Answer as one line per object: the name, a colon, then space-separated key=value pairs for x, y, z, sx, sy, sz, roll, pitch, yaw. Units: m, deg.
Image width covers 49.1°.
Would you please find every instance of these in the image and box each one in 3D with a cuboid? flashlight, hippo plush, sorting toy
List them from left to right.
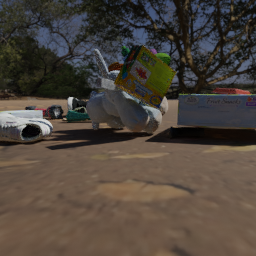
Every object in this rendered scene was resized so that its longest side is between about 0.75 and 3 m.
flashlight: x=-4.201 y=-0.830 z=13.840 sx=2.139 sy=0.724 sz=0.727 roll=5 pitch=11 yaw=29
hippo plush: x=-0.351 y=-0.578 z=8.997 sx=2.825 sy=2.250 sz=2.272 roll=12 pitch=-32 yaw=-36
sorting toy: x=0.177 y=-2.200 z=9.708 sx=2.429 sy=0.997 sz=1.460 roll=-28 pitch=-12 yaw=7

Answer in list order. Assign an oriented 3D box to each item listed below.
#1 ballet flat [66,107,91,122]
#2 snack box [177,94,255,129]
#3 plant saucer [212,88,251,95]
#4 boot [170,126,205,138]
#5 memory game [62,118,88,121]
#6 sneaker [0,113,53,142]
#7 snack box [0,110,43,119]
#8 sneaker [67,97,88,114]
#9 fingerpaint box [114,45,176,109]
ballet flat: x=-1.751 y=-0.591 z=12.109 sx=1.822 sy=0.641 sz=0.613 roll=-1 pitch=1 yaw=-14
snack box: x=2.935 y=-0.465 z=8.765 sx=2.455 sy=0.985 sz=2.912 roll=3 pitch=2 yaw=16
plant saucer: x=3.095 y=-1.064 z=8.316 sx=0.849 sy=0.156 sz=0.850 roll=2 pitch=8 yaw=-36
boot: x=1.678 y=0.134 z=7.921 sx=0.966 sy=0.317 sz=0.796 roll=6 pitch=10 yaw=11
memory game: x=-2.368 y=-0.401 z=12.907 sx=1.322 sy=0.084 sz=1.322 roll=-1 pitch=7 yaw=0
sneaker: x=-2.977 y=-0.004 z=7.209 sx=1.921 sy=0.719 sz=0.957 roll=-1 pitch=7 yaw=-5
snack box: x=-4.865 y=-0.532 z=12.410 sx=1.234 sy=0.460 sz=1.736 roll=4 pitch=8 yaw=28
sneaker: x=-2.262 y=-1.123 z=14.841 sx=1.558 sy=1.017 sz=2.784 roll=-1 pitch=6 yaw=-2
fingerpaint box: x=0.492 y=-1.399 z=7.801 sx=1.446 sy=1.206 sz=0.530 roll=27 pitch=-2 yaw=-37
